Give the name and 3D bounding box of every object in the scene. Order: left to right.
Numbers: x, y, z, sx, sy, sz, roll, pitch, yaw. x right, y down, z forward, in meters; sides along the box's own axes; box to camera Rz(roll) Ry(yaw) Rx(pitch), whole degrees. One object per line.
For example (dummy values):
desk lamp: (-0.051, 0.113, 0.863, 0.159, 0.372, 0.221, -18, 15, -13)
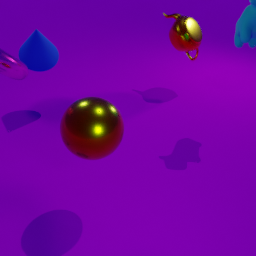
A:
ring: (-2.907, -1.569, 5.546, 1.972, 0.394, 1.972, 31, 1, 0)
cone: (-2.653, -2.498, 8.232, 1.211, 1.215, 1.211, 5, 68, -12)
ball: (-0.642, 0.007, 5.071, 1.150, 1.150, 1.150, 0, 36, 0)
teapot: (1.955, -3.352, 10.021, 1.001, 2.045, 1.271, -20, 14, 48)
cow figurine: (3.022, -2.750, 6.692, 0.814, 1.460, 1.484, 2, 7, 6)
